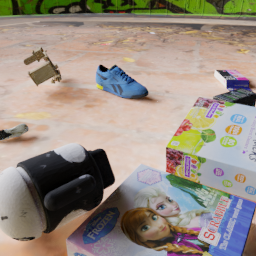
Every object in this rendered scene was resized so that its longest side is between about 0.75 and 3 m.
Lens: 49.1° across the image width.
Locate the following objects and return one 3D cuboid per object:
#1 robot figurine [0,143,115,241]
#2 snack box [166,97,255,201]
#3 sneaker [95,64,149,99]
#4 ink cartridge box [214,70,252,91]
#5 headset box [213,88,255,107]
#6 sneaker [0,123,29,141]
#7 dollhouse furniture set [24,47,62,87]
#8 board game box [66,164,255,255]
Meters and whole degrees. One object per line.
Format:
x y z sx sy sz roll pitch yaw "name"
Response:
-1.344 1.135 5.229 2.233 1.678 1.394 -21 54 -35 "robot figurine"
2.635 0.412 6.657 2.806 0.950 2.366 15 43 25 "snack box"
-0.333 -1.975 11.596 2.760 1.082 0.910 23 33 35 "sneaker"
4.777 -2.212 12.825 1.031 0.404 2.178 0 30 -1 "ink cartridge box"
3.124 -0.457 8.478 1.360 1.184 0.631 -16 31 -29 "headset box"
-3.438 0.170 8.290 1.002 0.363 0.360 -21 61 -14 "sneaker"
-3.900 -2.840 12.479 1.028 1.795 2.105 -29 37 -1 "dollhouse furniture set"
0.693 1.769 4.882 2.485 0.513 2.491 15 31 27 "board game box"
